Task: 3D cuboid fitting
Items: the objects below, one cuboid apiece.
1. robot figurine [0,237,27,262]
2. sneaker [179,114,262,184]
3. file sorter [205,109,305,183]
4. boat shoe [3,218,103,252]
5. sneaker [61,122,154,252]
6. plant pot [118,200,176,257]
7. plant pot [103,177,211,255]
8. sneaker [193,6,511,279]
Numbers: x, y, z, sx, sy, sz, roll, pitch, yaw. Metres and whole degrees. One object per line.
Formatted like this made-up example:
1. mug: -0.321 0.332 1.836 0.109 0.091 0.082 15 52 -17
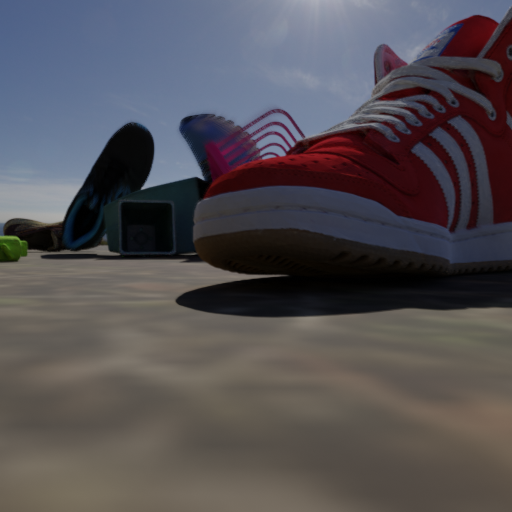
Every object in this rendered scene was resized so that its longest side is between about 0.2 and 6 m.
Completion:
1. robot figurine: -2.963 -0.074 6.539 0.530 0.307 0.465 -1 2 -45
2. sneaker: -0.562 -1.512 12.251 1.379 3.510 1.565 -1 44 49
3. file sorter: 0.214 -1.292 10.007 1.504 1.667 2.399 -32 -5 -5
4. boat shoe: -5.015 -0.400 13.966 2.384 0.860 0.858 7 28 -27
5. sneaker: -2.920 -1.307 11.159 1.065 2.909 1.191 28 4 -11
6. plant pot: -1.765 -0.353 8.796 0.842 0.844 0.860 0 -11 -18
7. plant pot: -1.706 -0.595 10.056 1.809 1.278 1.279 -7 0 9
8. sneaker: 0.958 -0.837 3.701 1.232 1.944 3.457 1 2 41
